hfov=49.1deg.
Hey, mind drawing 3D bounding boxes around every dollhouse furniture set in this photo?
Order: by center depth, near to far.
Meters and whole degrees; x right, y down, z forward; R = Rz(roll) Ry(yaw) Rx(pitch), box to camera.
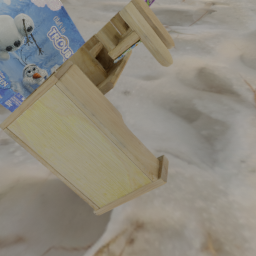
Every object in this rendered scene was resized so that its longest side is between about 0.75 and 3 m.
[{"bbox_3d":[-0.343,-0.408,4.719,2.518,1.909,2.874,-33,21,29],"label":"dollhouse furniture set"}]

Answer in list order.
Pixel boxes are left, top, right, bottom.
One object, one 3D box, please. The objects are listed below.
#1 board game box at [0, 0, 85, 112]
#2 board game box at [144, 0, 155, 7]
[{"bbox_3d":[-2.126,-1.619,5.676,2.287,2.299,0.499,-43,56,-5],"label":"board game box"},{"bbox_3d":[0.684,-4.437,8.631,0.345,1.281,2.134,38,8,5],"label":"board game box"}]
